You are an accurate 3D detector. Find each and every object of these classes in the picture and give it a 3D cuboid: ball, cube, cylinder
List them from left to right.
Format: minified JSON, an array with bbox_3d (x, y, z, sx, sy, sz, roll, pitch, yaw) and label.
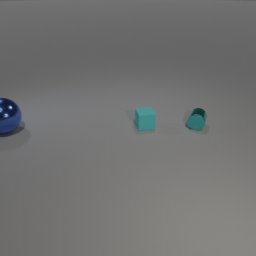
[{"bbox_3d":[-4.855,-0.469,10.823,1.400,1.400,1.400,0,28,0],"label":"ball"},{"bbox_3d":[0.699,-0.379,11.398,0.700,0.700,0.700,-5,29,-10],"label":"cube"},{"bbox_3d":[2.815,-0.366,11.368,0.700,0.700,0.700,10,30,17],"label":"cylinder"}]
